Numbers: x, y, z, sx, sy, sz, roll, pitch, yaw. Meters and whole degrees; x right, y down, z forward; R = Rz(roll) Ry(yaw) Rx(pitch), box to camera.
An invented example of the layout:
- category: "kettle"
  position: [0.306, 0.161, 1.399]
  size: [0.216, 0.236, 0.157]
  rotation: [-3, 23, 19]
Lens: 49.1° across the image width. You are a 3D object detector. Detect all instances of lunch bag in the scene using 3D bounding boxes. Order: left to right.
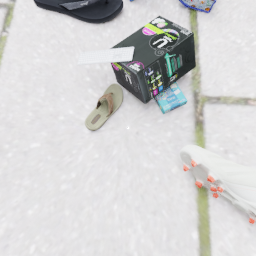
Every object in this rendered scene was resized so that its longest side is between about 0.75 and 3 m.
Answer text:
- category: "lunch bag"
  position: [2.074, -4.104, 8.380]
  size: [1.129, 0.699, 0.960]
  rotation: [15, 71, -3]

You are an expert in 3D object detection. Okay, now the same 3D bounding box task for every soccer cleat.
- category: "soccer cleat"
  position: [2.484, 1.199, 6.350]
  size: [2.889, 1.001, 1.121]
  rotation: [37, 69, 5]

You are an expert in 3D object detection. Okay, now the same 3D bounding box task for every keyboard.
- category: "keyboard"
  position: [-0.551, -1.710, 6.689]
  size: [1.422, 0.076, 0.400]
  rotation: [0, 58, 21]

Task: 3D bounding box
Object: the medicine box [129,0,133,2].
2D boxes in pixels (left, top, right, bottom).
- category: "medicine box"
  position: [0.358, -5.456, 8.600]
  size: [2.100, 1.187, 2.306]
  rotation: [-31, 73, -10]

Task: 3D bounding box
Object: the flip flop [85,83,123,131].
- category: "flip flop"
  position: [-0.611, -0.566, 7.228]
  size: [0.584, 0.415, 1.440]
  rotation: [34, 74, 12]

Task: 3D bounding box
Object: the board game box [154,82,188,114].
- category: "board game box"
  position: [1.037, -0.922, 7.461]
  size: [0.705, 0.219, 0.934]
  rotation: [-25, 72, -9]

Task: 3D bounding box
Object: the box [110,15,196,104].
- category: "box"
  position: [0.613, -1.744, 7.094]
  size: [1.785, 1.110, 1.326]
  rotation: [-37, 52, -11]

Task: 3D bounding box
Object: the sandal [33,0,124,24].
- category: "sandal"
  position: [-1.541, -3.798, 8.305]
  size: [2.809, 0.601, 1.068]
  rotation: [10, 70, 4]
